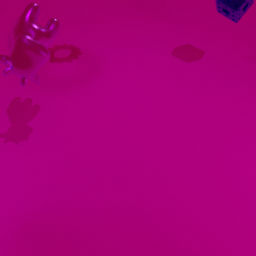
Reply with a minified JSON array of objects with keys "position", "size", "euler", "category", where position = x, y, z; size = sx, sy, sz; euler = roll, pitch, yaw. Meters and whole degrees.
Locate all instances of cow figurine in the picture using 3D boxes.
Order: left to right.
[{"position":[-2.082,-1.640,5.714],"size":[1.718,0.943,1.691],"euler":[4,68,53],"category":"cow figurine"}]

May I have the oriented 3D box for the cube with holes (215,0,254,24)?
[{"position":[3.416,-4.066,8.959],"size":[0.825,0.825,0.825],"euler":[42,99,20],"category":"cube with holes"}]
